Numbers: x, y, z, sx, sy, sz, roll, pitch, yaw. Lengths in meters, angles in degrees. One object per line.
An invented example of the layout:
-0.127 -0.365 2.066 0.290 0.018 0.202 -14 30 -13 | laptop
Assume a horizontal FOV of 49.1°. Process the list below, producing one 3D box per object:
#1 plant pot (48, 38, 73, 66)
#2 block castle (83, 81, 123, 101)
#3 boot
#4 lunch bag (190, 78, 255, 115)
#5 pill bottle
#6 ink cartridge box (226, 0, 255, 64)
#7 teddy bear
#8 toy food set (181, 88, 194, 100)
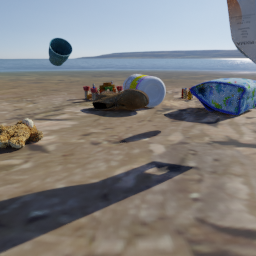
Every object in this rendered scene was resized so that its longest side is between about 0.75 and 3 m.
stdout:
-2.754 -2.952 11.117 0.903 0.903 0.848 -9 -21 -32 | plant pot
-1.340 -2.068 15.242 1.933 0.907 1.292 -9 17 -31 | block castle
-0.356 -1.049 11.759 2.615 0.963 0.987 2 29 34 | boot
4.060 -1.461 11.816 2.302 1.467 1.957 24 26 36 | lunch bag
0.633 -1.864 13.491 1.391 1.391 2.669 -5 15 -19 | pill bottle
2.870 -2.406 6.581 0.649 2.589 2.100 5 51 27 | ink cartridge box
-2.928 0.123 7.539 1.176 0.542 1.623 8 16 20 | teddy bear
3.278 -1.958 15.422 0.636 0.600 1.333 5 15 17 | toy food set
